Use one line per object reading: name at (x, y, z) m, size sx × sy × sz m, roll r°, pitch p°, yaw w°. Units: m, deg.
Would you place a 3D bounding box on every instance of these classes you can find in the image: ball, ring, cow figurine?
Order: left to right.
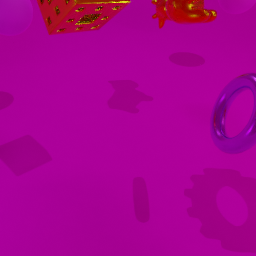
ball at (-2.564, -2.506, 5.931) m, size 1.044 × 1.044 × 1.044 m, roll 0°, pitch 39°, yaw 0°
cow figurine at (1.121, -2.701, 6.250) m, size 1.662 × 0.927 × 1.689 m, roll 7°, pitch 25°, yaw 27°
ball at (3.259, -4.005, 8.287) m, size 1.174 × 1.174 × 1.174 m, roll 0°, pitch 39°, yaw 0°
ring at (1.403, -0.185, 3.557) m, size 0.212 × 1.058 × 1.058 m, roll 16°, pitch 37°, yaw -15°

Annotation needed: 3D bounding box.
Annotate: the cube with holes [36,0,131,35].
cube with holes at (-0.625, -1.759, 3.527) m, size 0.806 × 0.806 × 0.806 m, roll -22°, pitch 4°, yaw -37°
